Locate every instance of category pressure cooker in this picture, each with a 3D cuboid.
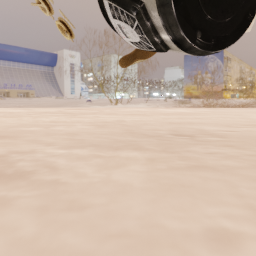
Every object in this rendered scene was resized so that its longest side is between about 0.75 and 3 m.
[{"bbox_3d":[0.806,-2.817,5.577,2.598,2.558,2.909,-6,24,-34],"label":"pressure cooker"}]

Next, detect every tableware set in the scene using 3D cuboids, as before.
[{"bbox_3d":[-2.644,-3.878,9.850,0.400,1.996,1.319,-42,4,-14],"label":"tableware set"}]

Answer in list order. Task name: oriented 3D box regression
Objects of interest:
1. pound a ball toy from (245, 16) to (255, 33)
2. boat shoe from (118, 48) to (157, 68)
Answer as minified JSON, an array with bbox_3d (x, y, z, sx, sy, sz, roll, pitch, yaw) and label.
[{"bbox_3d":[2.492,-2.621,6.246,0.864,1.326,0.563,-11,49,-14],"label":"pound a ball toy"},{"bbox_3d":[0.416,-3.030,11.644,1.738,0.637,0.545,-21,10,9],"label":"boat shoe"}]
